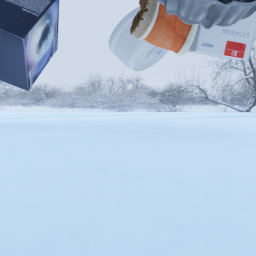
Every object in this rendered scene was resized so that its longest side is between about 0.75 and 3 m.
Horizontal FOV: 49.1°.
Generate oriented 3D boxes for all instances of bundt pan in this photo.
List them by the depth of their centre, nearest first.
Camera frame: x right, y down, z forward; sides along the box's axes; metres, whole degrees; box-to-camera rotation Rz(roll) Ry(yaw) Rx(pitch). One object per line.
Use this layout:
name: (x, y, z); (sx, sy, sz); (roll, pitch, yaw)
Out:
bundt pan: (1.365, -2.631, 4.782); (2.274, 2.274, 0.854); (0, -22, -5)

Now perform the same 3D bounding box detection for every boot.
boot: (1.031, -2.914, 6.719); (1.465, 2.732, 1.025); (23, -29, -16)

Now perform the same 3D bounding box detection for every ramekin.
ramekin: (0.626, -3.346, 10.814); (2.518, 1.322, 2.518); (-35, -13, -9)

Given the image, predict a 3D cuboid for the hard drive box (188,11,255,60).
hard drive box: (2.461, -2.809, 7.127); (1.502, 1.928, 0.740); (5, 13, -11)

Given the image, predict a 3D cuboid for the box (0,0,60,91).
box: (-3.267, -2.838, 8.862); (1.422, 2.288, 2.307); (22, -33, -1)
